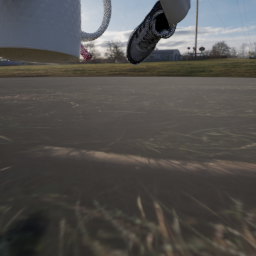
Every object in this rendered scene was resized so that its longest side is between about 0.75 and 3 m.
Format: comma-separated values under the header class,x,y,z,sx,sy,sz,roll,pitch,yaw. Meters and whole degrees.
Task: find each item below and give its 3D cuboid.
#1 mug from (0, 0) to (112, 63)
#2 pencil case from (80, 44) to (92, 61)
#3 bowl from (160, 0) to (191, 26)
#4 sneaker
class,x,y,z,sx,sy,sz,roll,pitch,yaw
mug,-1.772,-2.900,6.513,2.867,2.513,2.116,1,5,-20
pencil case,-1.503,-2.544,9.264,0.750,0.311,0.325,48,39,16
bowl,1.118,-3.563,6.835,0.601,1.611,1.609,-9,-30,22
sneaker,0.742,-3.077,9.232,1.002,2.656,1.511,31,28,-14
